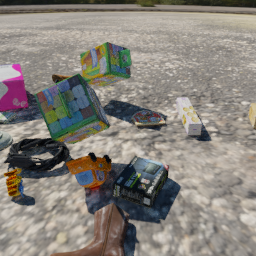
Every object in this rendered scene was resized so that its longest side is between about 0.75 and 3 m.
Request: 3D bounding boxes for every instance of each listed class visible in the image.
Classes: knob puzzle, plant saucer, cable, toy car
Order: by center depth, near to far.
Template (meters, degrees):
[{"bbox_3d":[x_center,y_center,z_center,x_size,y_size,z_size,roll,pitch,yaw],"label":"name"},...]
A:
[{"bbox_3d":[-1.835,1.445,7.805,2.810,1.378,0.935,-15,72,7],"label":"toy car"},{"bbox_3d":[-2.818,0.794,9.002,1.990,0.506,1.624,0,23,4],"label":"cable"},{"bbox_3d":[-4.751,0.376,9.829,1.283,0.322,1.283,0,29,0],"label":"plant saucer"},{"bbox_3d":[0.789,-0.499,11.474,1.465,0.203,1.465,0,27,0],"label":"knob puzzle"}]

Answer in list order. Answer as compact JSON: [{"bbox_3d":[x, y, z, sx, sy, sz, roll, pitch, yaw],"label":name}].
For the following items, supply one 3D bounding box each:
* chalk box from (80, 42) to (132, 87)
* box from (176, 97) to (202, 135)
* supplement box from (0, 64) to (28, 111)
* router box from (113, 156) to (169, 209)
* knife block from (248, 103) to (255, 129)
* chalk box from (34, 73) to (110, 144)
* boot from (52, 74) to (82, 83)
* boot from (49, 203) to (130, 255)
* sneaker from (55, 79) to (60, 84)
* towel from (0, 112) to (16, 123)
[{"bbox_3d":[-0.827,-2.805,12.319,2.255,1.403,1.396,-12,-8,40],"label":"chalk box"},{"bbox_3d":[2.411,-0.536,11.313,0.523,0.488,2.524,0,29,0],"label":"box"},{"bbox_3d":[-5.535,-1.970,13.047,1.339,1.368,2.647,-10,29,-19],"label":"supplement box"},{"bbox_3d":[0.392,1.431,7.738,1.102,0.457,1.470,13,31,22],"label":"router box"},{"bbox_3d":[5.640,-0.336,10.882,1.551,0.565,1.767,6,29,10],"label":"knife block"},{"bbox_3d":[-1.609,-0.503,8.084,1.430,1.437,2.309,-24,-11,4],"label":"chalk box"},{"bbox_3d":[-3.178,-2.646,15.155,1.595,0.588,1.234,23,35,17],"label":"boot"},{"bbox_3d":[-0.776,2.302,6.027,1.607,0.554,1.724,12,31,-5],"label":"boot"},{"bbox_3d":[-2.960,-1.973,13.767,1.655,0.670,0.611,10,30,17],"label":"sneaker"},{"bbox_3d":[-5.275,-0.445,11.557,1.059,0.163,0.790,2,26,9],"label":"towel"}]
